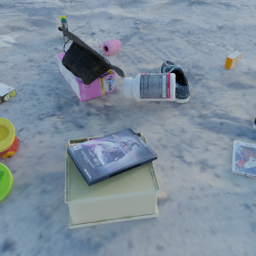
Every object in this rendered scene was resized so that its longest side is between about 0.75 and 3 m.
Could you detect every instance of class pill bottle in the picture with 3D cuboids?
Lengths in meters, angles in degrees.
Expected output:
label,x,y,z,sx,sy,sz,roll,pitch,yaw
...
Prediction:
label,x,y,z,sx,sy,sz,roll,pitch,yaw
pill bottle,0.809,-1.498,10.391,1.852,1.025,1.025,1,42,10

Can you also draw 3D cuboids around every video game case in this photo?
label,x,y,z,sx,sy,sz,roll,pitch,yaw
video game case,-5.716,-1.311,11.111,1.864,0.334,1.689,22,47,22
video game case,3.905,0.990,8.720,1.237,0.156,1.358,12,44,13
video game case,-0.422,0.671,7.325,1.960,0.186,1.401,-19,41,-25

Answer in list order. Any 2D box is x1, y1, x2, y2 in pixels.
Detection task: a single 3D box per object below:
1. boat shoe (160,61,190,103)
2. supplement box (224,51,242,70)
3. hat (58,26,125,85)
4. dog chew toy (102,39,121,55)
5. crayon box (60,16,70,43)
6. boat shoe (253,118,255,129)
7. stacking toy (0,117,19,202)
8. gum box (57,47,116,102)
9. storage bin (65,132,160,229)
label,x,y,z,sx,sy,sz,roll,pitch,yaw
boat shoe,1.943,-2.141,11.617,1.009,0.834,2.696,1,42,-5
supplement box,4.876,-3.145,12.967,0.324,0.556,0.882,33,53,32
hat,-1.472,-2.229,9.859,3.007,1.213,3.007,35,9,-7
dog chew toy,-0.761,-4.084,13.945,0.718,0.718,1.154,24,40,24
crayon box,-3.345,-5.255,14.884,0.320,1.097,0.946,-10,44,-11
boat shoe,5.149,-0.055,9.583,1.567,0.535,0.578,24,47,24
stacking toy,-4.506,1.211,8.235,2.774,1.172,2.511,-13,70,-10
gum box,-1.811,-2.406,11.866,1.568,0.913,2.762,-21,47,-20
storage bin,-0.502,1.293,7.707,2.321,1.088,2.304,-6,41,-6
